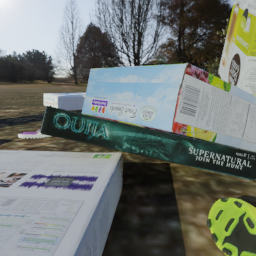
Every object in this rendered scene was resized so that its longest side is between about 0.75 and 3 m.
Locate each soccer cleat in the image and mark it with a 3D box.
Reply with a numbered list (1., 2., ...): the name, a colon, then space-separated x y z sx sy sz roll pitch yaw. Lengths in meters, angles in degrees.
1. soccer cleat: 0.974 0.787 1.756 0.505 0.391 1.208 28 -6 -21

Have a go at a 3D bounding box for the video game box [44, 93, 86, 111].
1. video game box: -2.011 -1.195 12.178 2.756 0.645 2.511 -6 14 -30

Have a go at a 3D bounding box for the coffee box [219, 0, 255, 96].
1. coffee box: 2.891 -1.463 5.257 1.790 1.770 1.787 7 31 4

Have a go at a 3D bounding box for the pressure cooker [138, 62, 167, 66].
1. pressure cooker: 0.653 -0.784 6.983 1.574 1.550 1.762 -5 3 20

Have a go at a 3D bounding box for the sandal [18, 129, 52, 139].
1. sandal: -1.824 0.075 5.936 0.946 0.233 0.385 -7 12 -36

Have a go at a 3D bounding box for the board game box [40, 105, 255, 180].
1. board game box: 0.155 0.163 3.156 2.030 0.286 1.373 13 -3 -9

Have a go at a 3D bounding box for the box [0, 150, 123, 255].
1. box: -1.133 0.676 1.803 1.945 0.490 2.695 1 9 6

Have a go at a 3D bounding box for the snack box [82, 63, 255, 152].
1. snack box: 0.861 -0.234 4.346 2.444 0.827 2.061 11 1 -36
